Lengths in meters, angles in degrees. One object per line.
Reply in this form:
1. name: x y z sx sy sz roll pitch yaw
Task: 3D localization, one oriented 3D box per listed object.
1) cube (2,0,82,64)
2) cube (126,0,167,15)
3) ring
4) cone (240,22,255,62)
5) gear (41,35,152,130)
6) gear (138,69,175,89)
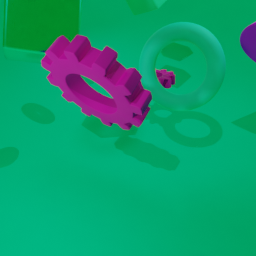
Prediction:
1. cube: -1.651 -1.955 5.341 1.272 1.272 1.272 2 4 -22
2. cube: 0.490 -3.599 7.089 0.947 0.947 0.947 12 56 51
3. ring: 1.078 -1.234 5.820 1.814 1.814 0.363 19 24 18
4. cone: 3.032 -1.975 5.109 1.386 1.386 1.392 28 82 26
5. gear: -0.532 -0.687 4.735 1.915 1.915 0.354 22 67 21
6. gear: 0.568 -1.274 7.345 1.300 0.240 1.300 -3 26 2
